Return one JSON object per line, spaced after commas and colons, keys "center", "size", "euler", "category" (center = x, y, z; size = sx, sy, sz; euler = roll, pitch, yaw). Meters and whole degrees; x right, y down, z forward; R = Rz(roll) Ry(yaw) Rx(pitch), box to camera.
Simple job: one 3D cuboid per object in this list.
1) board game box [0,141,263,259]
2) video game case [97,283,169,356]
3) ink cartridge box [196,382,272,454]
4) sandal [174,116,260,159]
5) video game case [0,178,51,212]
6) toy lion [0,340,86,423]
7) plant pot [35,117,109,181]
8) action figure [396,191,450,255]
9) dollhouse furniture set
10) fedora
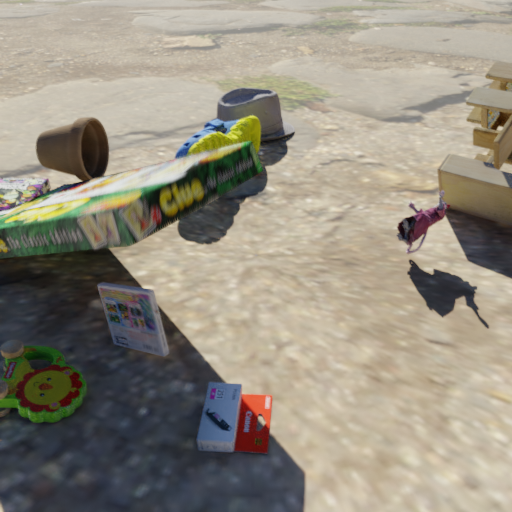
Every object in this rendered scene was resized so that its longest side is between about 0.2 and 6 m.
{"center": [-2.515, -0.728, 8.401], "size": [4.864, 0.571, 2.548], "euler": [-4, 26, 40], "category": "board game box"}
{"center": [-1.562, 0.793, 7.094], "size": [0.971, 0.884, 0.115], "euler": [5, 24, 36], "category": "video game case"}
{"center": [-0.224, 1.822, 6.354], "size": [0.761, 0.191, 0.877], "euler": [1, 32, 5], "category": "ink cartridge box"}
{"center": [-0.984, -2.274, 12.073], "size": [1.279, 1.168, 2.939], "euler": [9, 25, 22], "category": "sandal"}
{"center": [-5.014, -1.111, 10.888], "size": [1.587, 0.284, 1.439], "euler": [1, 32, 1], "category": "video game case"}
{"center": [-2.598, 1.517, 6.743], "size": [1.097, 0.393, 1.144], "euler": [3, 32, -9], "category": "toy lion"}
{"center": [-3.578, -2.055, 10.781], "size": [1.077, 1.235, 1.235], "euler": [3, 32, 11], "category": "plant pot"}
{"center": [2.839, -0.592, 9.197], "size": [1.043, 0.776, 0.698], "euler": [-26, 4, -20], "category": "action figure"}
{"center": [4.807, -1.923, 10.500], "size": [1.684, 2.222, 2.536], "euler": [24, 66, 35], "category": "dollhouse furniture set"}
{"center": [-0.130, -3.651, 14.205], "size": [2.249, 1.015, 1.989], "euler": [-13, 35, -19], "category": "fedora"}
